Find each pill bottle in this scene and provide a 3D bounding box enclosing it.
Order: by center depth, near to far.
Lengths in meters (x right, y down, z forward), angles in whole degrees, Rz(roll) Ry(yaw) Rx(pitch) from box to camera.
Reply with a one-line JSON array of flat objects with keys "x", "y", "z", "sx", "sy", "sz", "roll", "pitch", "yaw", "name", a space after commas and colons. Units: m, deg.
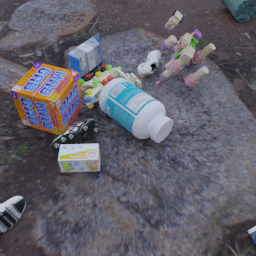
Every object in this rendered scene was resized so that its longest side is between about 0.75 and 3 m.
[{"x": 0.340, "y": -0.655, "z": 11.142, "sx": 1.637, "sy": 1.637, "sz": 2.955, "roll": -35, "pitch": 58, "yaw": -27, "name": "pill bottle"}]

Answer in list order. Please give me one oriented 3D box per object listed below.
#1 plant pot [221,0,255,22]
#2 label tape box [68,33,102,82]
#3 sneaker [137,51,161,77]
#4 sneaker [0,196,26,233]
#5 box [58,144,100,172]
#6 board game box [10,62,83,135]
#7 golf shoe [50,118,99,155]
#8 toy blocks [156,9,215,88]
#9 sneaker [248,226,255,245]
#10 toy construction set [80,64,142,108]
[{"x": 7.151, "y": -7.928, "z": 17.522, "sx": 2.131, "sy": 2.131, "sz": 2.087, "roll": -4, "pitch": 57, "yaw": -4, "name": "plant pot"}, {"x": -1.799, "y": -3.322, "z": 13.553, "sx": 0.738, "sy": 1.600, "sz": 2.233, "roll": 30, "pitch": 55, "yaw": 24, "name": "label tape box"}, {"x": 1.248, "y": -3.202, "z": 13.873, "sx": 0.796, "sy": 0.738, "sz": 1.964, "roll": 2, "pitch": 43, "yaw": 38, "name": "sneaker"}, {"x": -4.347, "y": 2.901, "z": 8.509, "sx": 1.037, "sy": 0.961, "sz": 2.558, "roll": 28, "pitch": 53, "yaw": 34, "name": "sneaker"}, {"x": -1.729, "y": 1.087, "z": 10.150, "sx": 1.414, "sy": 0.795, "sz": 0.717, "roll": -1, "pitch": 49, "yaw": -3, "name": "box"}, {"x": -3.177, "y": -1.188, "z": 11.404, "sx": 1.908, "sy": 1.909, "sz": 1.907, "roll": 15, "pitch": 50, "yaw": 12, "name": "board game box"}, {"x": -2.153, "y": 0.324, "z": 11.006, "sx": 2.106, "sy": 0.813, "sz": 0.928, "roll": -33, "pitch": 30, "yaw": -23, "name": "golf shoe"}, {"x": 2.239, "y": -3.390, "z": 13.236, "sx": 2.747, "sy": 2.312, "sz": 2.567, "roll": 38, "pitch": 51, "yaw": -14, "name": "toy blocks"}, {"x": 4.256, "y": 3.267, "z": 8.496, "sx": 1.082, "sy": 0.436, "sz": 0.792, "roll": -18, "pitch": 60, "yaw": -21, "name": "sneaker"}, {"x": -0.921, "y": -1.993, "z": 12.513, "sx": 2.998, "sy": 1.381, "sz": 1.965, "roll": -23, "pitch": 28, "yaw": -28, "name": "toy construction set"}]
